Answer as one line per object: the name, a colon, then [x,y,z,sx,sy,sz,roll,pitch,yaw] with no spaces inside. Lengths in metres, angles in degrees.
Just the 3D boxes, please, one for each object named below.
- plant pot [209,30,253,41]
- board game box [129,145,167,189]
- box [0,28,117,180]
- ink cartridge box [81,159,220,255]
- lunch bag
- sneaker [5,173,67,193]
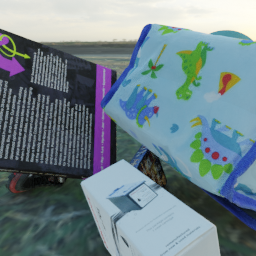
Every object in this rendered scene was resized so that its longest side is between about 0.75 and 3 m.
plant pot: [2.962,-1.533,8.661,2.608,2.608,2.093,4,27,13]
board game box: [0.305,0.722,4.176,0.195,0.764,1.128,-16,11,20]
box: [-1.439,-0.329,4.231,2.839,2.030,0.512,14,-24,-35]
ink cartridge box: [0.186,1.050,2.660,0.592,1.009,1.378,-27,27,-23]
lunch bag: [1.395,0.057,3.912,2.796,1.781,2.377,25,8,-42]
sneaker: [-1.361,0.767,4.637,0.594,0.430,1.216,21,30,39]
